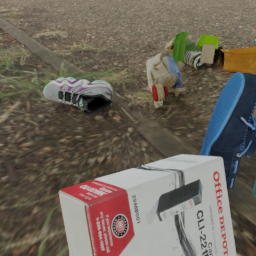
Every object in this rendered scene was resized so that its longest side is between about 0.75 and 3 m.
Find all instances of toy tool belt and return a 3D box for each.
[{"bbox_3d":[1.253,-1.518,8.422,1.241,1.261,2.020,-9,35,2],"label":"toy tool belt"}]

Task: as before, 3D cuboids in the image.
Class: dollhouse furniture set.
[{"bbox_3d":[2.372,-2.903,11.059,1.509,1.156,2.303,6,7,-7],"label":"dollhouse furniture set"}]

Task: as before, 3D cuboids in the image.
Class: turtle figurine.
[{"bbox_3d":[6.039,-3.816,12.060,1.965,0.989,1.471,13,36,9],"label":"turtle figurine"}]

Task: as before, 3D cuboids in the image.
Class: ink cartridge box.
[{"bbox_3d":[0.336,1.243,3.494,2.014,1.453,0.843,-12,4,-33],"label":"ink cartridge box"}]

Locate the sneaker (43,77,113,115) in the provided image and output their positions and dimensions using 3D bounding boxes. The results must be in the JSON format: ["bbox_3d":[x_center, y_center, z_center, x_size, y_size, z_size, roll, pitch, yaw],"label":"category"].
[{"bbox_3d":[-1.393,-0.828,7.797,2.002,0.778,1.400,-4,34,-5],"label":"sneaker"}]

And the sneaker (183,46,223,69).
[{"bbox_3d":[2.847,-2.904,10.909,1.765,0.666,1.016,-28,45,-31],"label":"sneaker"}]

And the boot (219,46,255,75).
[{"bbox_3d":[4.414,-2.819,10.547,1.860,0.914,2.599,11,41,12],"label":"boot"}]

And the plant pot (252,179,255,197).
[{"bbox_3d":[3.446,-0.138,4.906,1.866,2.641,1.865,10,33,27],"label":"plant pot"}]

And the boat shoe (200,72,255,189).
[{"bbox_3d":[1.846,0.136,4.892,0.846,2.465,1.037,12,48,7],"label":"boat shoe"}]
